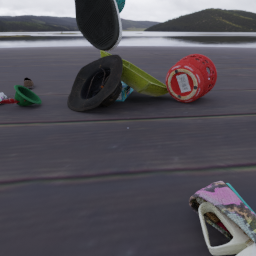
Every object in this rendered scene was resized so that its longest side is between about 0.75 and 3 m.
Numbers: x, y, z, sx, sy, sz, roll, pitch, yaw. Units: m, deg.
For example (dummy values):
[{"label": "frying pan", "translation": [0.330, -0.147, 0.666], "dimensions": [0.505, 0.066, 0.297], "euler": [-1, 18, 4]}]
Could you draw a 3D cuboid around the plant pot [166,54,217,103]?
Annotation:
[{"label": "plant pot", "translation": [2.382, -1.891, 10.899], "dimensions": [1.718, 1.718, 1.565], "euler": [14, 30, 33]}]

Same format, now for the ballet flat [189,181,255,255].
[{"label": "ballet flat", "translation": [1.399, 1.373, 3.304], "dimensions": [0.829, 0.806, 2.331], "euler": [-22, 18, -6]}]

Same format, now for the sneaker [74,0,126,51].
[{"label": "sneaker", "translation": [-0.473, -2.344, 5.404], "dimensions": [0.950, 2.272, 1.372], "euler": [-31, -16, 28]}]

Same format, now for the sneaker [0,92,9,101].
[{"label": "sneaker", "translation": [-5.105, -1.179, 10.780], "dimensions": [1.163, 0.452, 0.813], "euler": [18, 23, 20]}]

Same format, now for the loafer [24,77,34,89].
[{"label": "loafer", "translation": [-4.796, -2.222, 13.544], "dimensions": [0.488, 0.475, 1.337], "euler": [-8, 21, -22]}]

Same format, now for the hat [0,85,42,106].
[{"label": "hat", "translation": [-3.987, -0.862, 10.274], "dimensions": [1.268, 1.116, 1.050], "euler": [42, 12, 16]}]

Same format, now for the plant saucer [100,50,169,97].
[{"label": "plant saucer", "translation": [0.285, -2.022, 11.193], "dimensions": [2.526, 0.605, 2.522], "euler": [37, 17, 22]}]

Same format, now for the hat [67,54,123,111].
[{"label": "hat", "translation": [-0.950, -1.430, 10.148], "dimensions": [2.605, 2.605, 1.051], "euler": [23, -10, 48]}]

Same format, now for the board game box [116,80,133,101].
[{"label": "board game box", "translation": [-0.745, -1.640, 11.895], "dimensions": [1.599, 0.497, 2.118], "euler": [4, 20, 10]}]
